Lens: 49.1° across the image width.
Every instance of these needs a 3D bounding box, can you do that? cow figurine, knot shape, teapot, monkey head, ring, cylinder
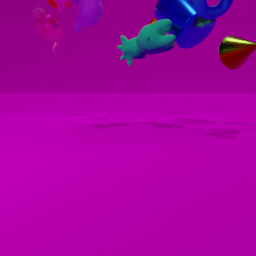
[{"bbox_3d":[0.451,-2.397,7.922,1.676,0.935,1.703,-15,7,10],"label":"cow figurine"},{"bbox_3d":[1.717,-3.049,5.318,0.767,1.661,1.554,9,5,16],"label":"knot shape"},{"bbox_3d":[-3.106,-3.845,10.950,1.133,1.823,0.893,15,51,41],"label":"teapot"},{"bbox_3d":[-1.115,-3.157,7.379,0.896,1.245,0.750,33,32,-20],"label":"monkey head"},{"bbox_3d":[1.503,-4.035,11.757,1.483,1.483,0.297,3,13,20],"label":"ring"},{"bbox_3d":[1.684,-3.303,8.333,1.343,1.343,1.343,-26,-25,-13],"label":"cylinder"},{"bbox_3d":[-1.745,-3.394,6.749,0.853,1.416,1.019,5,52,26],"label":"monkey head"}]

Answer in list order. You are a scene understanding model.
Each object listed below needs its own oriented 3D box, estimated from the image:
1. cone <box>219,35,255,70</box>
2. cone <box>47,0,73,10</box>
[{"bbox_3d":[3.359,-2.268,8.025,1.029,1.029,1.033,-3,3,-19],"label":"cone"},{"bbox_3d":[-1.978,-4.100,8.693,0.933,0.933,0.936,-4,29,-30],"label":"cone"}]
